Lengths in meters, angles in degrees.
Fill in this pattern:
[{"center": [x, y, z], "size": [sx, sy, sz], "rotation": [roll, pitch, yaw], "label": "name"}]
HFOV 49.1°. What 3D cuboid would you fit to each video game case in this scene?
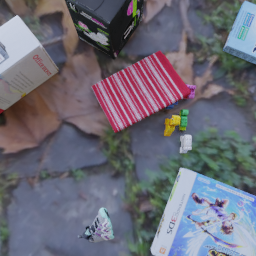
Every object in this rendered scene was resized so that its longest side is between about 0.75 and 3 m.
[{"center": [2.144, 2.522, 7.094], "size": [2.505, 0.569, 2.270], "rotation": [21, 84, 3], "label": "video game case"}]

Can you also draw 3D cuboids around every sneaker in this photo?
[{"center": [-0.818, 2.461, 6.813], "size": [0.850, 1.216, 0.472], "rotation": [-15, 40, -10], "label": "sneaker"}]

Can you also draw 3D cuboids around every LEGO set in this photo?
[{"center": [1.348, -0.318, 7.314], "size": [0.726, 0.781, 1.903], "rotation": [4, 83, -9], "label": "LEGO set"}]

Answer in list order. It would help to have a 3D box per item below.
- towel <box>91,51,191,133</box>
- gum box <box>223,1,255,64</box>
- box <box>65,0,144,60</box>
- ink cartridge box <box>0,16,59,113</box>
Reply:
[{"center": [0.330, -1.011, 7.486], "size": [2.264, 0.255, 1.637], "rotation": [-27, 64, -3], "label": "towel"}, {"center": [3.771, -2.549, 7.863], "size": [1.723, 0.384, 1.464], "rotation": [24, 83, 3], "label": "gum box"}, {"center": [-0.500, -3.012, 7.063], "size": [1.298, 2.089, 1.551], "rotation": [33, 84, 4], "label": "box"}, {"center": [-3.159, -1.354, 7.000], "size": [2.424, 1.789, 1.038], "rotation": [-39, 85, -6], "label": "ink cartridge box"}]
